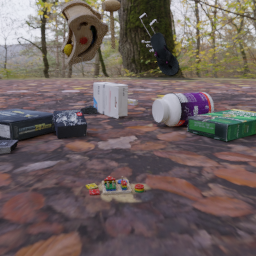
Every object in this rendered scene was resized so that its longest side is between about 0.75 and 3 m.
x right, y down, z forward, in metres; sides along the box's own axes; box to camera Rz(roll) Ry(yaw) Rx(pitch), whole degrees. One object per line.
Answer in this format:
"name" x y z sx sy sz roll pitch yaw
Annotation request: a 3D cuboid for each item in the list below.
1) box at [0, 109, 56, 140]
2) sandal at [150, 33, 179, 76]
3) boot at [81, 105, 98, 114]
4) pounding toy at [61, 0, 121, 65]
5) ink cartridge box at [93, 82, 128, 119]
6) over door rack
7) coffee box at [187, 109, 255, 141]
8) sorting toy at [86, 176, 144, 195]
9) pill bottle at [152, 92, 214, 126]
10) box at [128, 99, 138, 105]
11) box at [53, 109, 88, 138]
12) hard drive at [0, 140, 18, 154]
"box" -3.877 -0.174 9.494 2.502 0.638 1.973 8 14 32
"sandal" 1.074 -2.324 8.826 0.613 1.631 0.390 -33 -23 24
"boot" -1.776 -0.907 13.552 0.839 0.334 1.018 3 9 7
"pounding toy" -1.365 -3.029 9.111 1.497 2.619 1.502 -8 58 -40
"ink cartridge box" -0.702 -1.298 12.721 0.823 1.407 2.426 -7 16 -30
"over door rack" 0.963 -3.757 11.733 0.583 1.750 1.293 -27 39 -2
"coffee box" 3.514 -0.169 9.589 2.660 0.585 1.636 -9 16 -34
"sorting toy" -0.256 1.040 5.227 1.065 0.180 0.514 -2 13 -8
"pill bottle" 2.057 -0.702 10.549 2.160 1.215 1.215 -6 14 -23
"box" -0.045 -1.536 16.273 0.289 0.309 1.493 -11 18 -40
"box" -1.876 -0.153 9.060 0.948 0.494 0.863 -6 40 -22
"hard drive" -3.566 0.503 7.476 1.066 0.226 0.719 -1 13 -4
